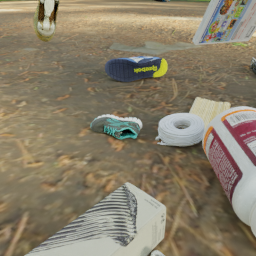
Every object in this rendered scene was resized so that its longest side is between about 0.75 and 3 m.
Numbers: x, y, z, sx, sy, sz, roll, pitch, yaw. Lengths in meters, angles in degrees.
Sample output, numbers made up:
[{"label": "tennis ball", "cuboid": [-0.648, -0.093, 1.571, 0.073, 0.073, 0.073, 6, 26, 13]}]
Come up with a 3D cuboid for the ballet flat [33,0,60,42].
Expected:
[{"label": "ballet flat", "cuboid": [-2.856, -3.965, 9.873, 0.852, 2.410, 0.852, 13, 44, -13]}]

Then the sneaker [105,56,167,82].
[{"label": "sneaker", "cuboid": [0.304, -2.677, 12.488, 2.738, 1.012, 1.126, -3, 24, -12]}]

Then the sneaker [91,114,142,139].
[{"label": "sneaker", "cuboid": [-0.353, 0.011, 8.266, 1.548, 0.601, 0.706, 0, 34, 2]}]

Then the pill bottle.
[{"label": "pill bottle", "cuboid": [2.696, 0.913, 5.600, 1.673, 1.673, 2.930, -2, 31, -3]}]

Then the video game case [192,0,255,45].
[{"label": "video game case", "cuboid": [2.759, -2.856, 7.207, 2.042, 1.462, 0.184, -12, 56, -26]}]

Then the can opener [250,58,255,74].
[{"label": "can opener", "cuboid": [6.208, -2.809, 13.119, 0.626, 0.499, 1.871, 1, 31, 3]}]

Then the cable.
[{"label": "cable", "cuboid": [1.548, 0.012, 8.155, 1.348, 0.467, 1.349, 6, 35, 20]}]

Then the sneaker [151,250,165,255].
[{"label": "sneaker", "cuboid": [0.809, 2.363, 4.243, 1.319, 0.571, 0.494, 24, 37, 33]}]

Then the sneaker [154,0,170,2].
[{"label": "sneaker", "cuboid": [0.707, -4.551, 8.640, 1.792, 0.776, 0.672, 17, 4, -34]}]

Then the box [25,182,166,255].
[{"label": "box", "cuboid": [-0.510, 1.998, 4.566, 1.027, 0.855, 2.499, 25, 38, 35]}]

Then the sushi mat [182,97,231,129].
[{"label": "sushi mat", "cuboid": [2.660, -0.393, 9.338, 1.269, 0.161, 2.653, 11, 32, 19]}]
